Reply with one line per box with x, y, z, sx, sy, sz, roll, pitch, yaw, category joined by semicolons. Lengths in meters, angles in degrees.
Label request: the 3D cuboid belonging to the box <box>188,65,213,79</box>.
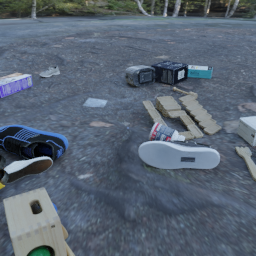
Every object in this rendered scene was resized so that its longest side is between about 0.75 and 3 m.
3.482;-2.987;14.807;1.847;0.454;0.760;8;28;15;box

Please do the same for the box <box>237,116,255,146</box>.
4.010;0.071;8.636;0.883;0.577;0.878;-6;27;-11;box

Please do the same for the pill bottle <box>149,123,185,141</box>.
1.141;0.271;8.148;0.950;0.568;0.568;23;33;14;pill bottle

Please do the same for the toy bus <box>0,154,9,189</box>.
-3.647;1.043;6.323;1.472;1.041;1.533;-37;39;-8;toy bus

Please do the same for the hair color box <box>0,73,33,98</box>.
-5.362;-1.967;12.666;1.006;0.596;1.840;13;28;25;hair color box

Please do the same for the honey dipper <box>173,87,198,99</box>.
2.449;-1.566;12.231;0.275;0.275;1.447;-14;29;-26;honey dipper

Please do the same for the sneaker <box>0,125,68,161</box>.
-2.822;0.442;7.679;2.238;0.785;0.872;4;20;6;sneaker

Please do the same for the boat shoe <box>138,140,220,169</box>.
1.330;0.619;7.445;2.110;0.738;0.699;2;21;1;boat shoe

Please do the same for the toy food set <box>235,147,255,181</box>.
4.403;0.775;7.289;2.675;0.537;1.847;2;27;3;toy food set

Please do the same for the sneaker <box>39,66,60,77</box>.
-4.178;-3.004;14.802;0.448;0.491;1.199;19;33;33;sneaker

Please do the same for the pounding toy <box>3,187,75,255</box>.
-1.299;1.867;4.531;0.991;1.283;1.394;-14;22;-25;pounding toy

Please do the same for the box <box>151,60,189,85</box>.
2.083;-2.791;14.021;1.381;0.811;1.358;22;34;37;box

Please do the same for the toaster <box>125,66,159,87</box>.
0.608;-2.547;13.495;1.537;0.873;0.993;-18;30;-29;toaster

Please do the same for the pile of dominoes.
1.828;-0.312;9.887;2.123;0.434;2.724;-6;36;-14;pile of dominoes

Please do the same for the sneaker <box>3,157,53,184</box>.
-2.565;0.936;7.065;1.245;0.453;0.527;-16;34;-26;sneaker
